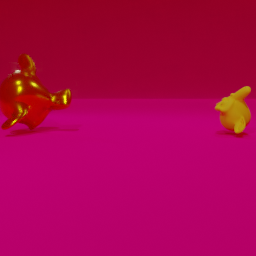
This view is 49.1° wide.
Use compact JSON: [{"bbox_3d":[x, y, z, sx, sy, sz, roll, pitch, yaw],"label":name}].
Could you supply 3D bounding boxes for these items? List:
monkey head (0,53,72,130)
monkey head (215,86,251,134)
[{"bbox_3d":[-2.088,-0.714,6.225,1.425,1.980,1.193,-11,-31,20],"label":"monkey head"},{"bbox_3d":[2.334,-0.375,5.889,0.892,0.747,1.240,-40,1,30],"label":"monkey head"}]
